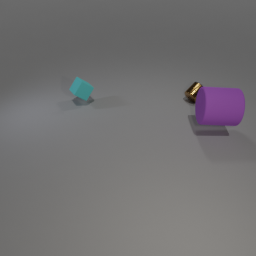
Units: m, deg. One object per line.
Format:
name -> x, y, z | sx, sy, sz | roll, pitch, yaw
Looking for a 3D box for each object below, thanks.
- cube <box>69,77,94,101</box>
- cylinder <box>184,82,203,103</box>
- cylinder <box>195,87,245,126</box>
cube -> -2.099, -1.773, 12.659 | 0.700, 0.700, 0.700 | 25, 12, -39
cylinder -> 3.131, -1.674, 13.107 | 0.700, 0.700, 0.700 | -45, 46, -6
cylinder -> 3.362, -0.797, 10.382 | 1.400, 1.400, 1.400 | 3, 33, -2
